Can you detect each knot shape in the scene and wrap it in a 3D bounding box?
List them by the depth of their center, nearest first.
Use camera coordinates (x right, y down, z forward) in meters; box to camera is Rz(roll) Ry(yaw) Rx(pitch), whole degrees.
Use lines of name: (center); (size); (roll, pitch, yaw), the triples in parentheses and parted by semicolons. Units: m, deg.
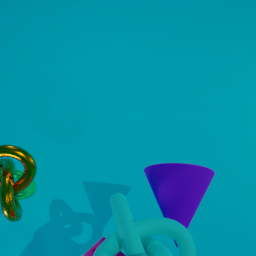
knot shape: (0.164, 1.714, 3.955); (1.659, 1.553, 0.767); (36, 108, 17)
knot shape: (-1.937, 0.939, 4.463); (1.225, 0.566, 1.146); (-33, 71, 30)

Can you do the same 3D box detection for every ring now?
ring: (-2.613, 1.216, 6.227); (1.175, 1.175, 0.235); (25, 100, 9)

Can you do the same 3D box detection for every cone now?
cone: (0.870, 1.392, 4.876); (1.270, 1.270, 1.275); (4, 68, 2)

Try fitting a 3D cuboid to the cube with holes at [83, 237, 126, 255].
cube with holes: (-0.420, 2.544, 4.114); (1.036, 1.036, 1.036); (42, 108, -3)
